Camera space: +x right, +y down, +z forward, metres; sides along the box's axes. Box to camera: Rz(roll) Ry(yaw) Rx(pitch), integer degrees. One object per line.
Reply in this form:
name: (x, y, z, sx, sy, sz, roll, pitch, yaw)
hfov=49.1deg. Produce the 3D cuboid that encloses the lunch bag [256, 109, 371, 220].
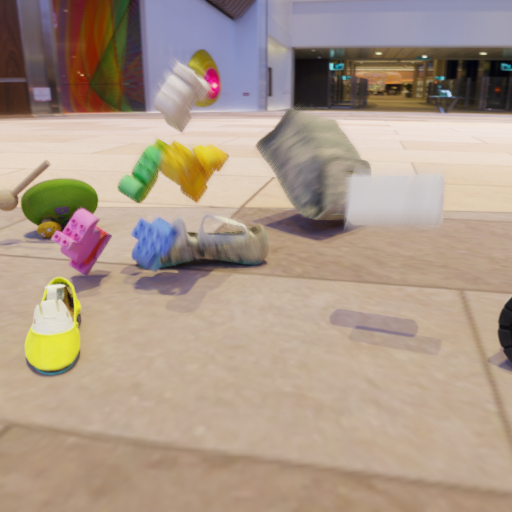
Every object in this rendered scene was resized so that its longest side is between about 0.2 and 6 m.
lunch bag: (1.378, -1.713, 11.425, 1.863, 1.336, 2.272, -5, 60, -51)

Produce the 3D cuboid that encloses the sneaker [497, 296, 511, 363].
sneaker: (4.364, 0.792, 5.414, 3.474, 1.315, 1.521, 15, 18, 38)

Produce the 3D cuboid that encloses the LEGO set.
LEGO set: (-1.450, -1.098, 8.013, 1.355, 3.552, 1.458, 31, -3, 9)

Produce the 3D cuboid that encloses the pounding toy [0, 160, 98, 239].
pounding toy: (-3.825, -0.801, 10.677, 1.453, 0.873, 1.882, -26, -26, 14)

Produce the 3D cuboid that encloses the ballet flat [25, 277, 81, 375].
ballet flat: (-2.378, 0.724, 6.585, 0.599, 0.601, 1.792, -4, 19, -13)

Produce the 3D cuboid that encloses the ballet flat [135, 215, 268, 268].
ballet flat: (-0.903, -0.281, 9.224, 2.215, 0.834, 0.751, -2, 26, -2)

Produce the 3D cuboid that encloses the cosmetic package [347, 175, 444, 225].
cosmetic package: (1.620, -0.641, 6.528, 1.052, 0.535, 0.390, 3, -8, 24)
